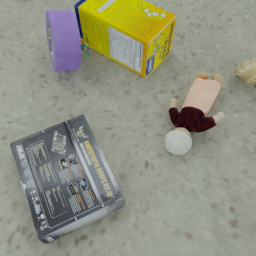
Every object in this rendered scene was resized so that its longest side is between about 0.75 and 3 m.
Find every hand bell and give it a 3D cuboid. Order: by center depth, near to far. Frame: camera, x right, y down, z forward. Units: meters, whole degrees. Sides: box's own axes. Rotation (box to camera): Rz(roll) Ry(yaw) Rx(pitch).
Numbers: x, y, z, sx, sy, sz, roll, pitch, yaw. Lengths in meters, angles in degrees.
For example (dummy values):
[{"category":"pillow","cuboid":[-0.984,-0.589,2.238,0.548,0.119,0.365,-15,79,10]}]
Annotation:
[{"category":"hand bell","cuboid":[4.050,-1.306,8.770,0.812,0.812,1.559,-20,73,-11]}]

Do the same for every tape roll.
[{"category":"tape roll","cuboid":[-2.044,-2.708,8.760,0.771,1.815,1.815,-10,60,-19]}]

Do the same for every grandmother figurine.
[{"category":"grandmother figurine","cuboid":[1.931,-0.415,8.134,1.692,0.845,2.790,12,59,41]}]

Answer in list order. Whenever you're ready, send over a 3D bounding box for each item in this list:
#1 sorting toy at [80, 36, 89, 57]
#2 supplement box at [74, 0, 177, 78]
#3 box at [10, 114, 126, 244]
[{"category":"sorting toy","cuboid":[-1.553,-2.825,9.416,0.128,0.941,0.530,-15,37,24]},{"category":"supplement box","cuboid":[-0.098,-3.251,9.266,2.892,1.574,1.583,33,65,17]},{"category":"box","cuboid":[-1.597,1.178,7.243,2.155,0.658,2.721,-23,63,-13]}]
